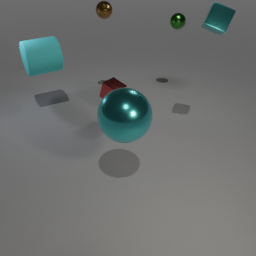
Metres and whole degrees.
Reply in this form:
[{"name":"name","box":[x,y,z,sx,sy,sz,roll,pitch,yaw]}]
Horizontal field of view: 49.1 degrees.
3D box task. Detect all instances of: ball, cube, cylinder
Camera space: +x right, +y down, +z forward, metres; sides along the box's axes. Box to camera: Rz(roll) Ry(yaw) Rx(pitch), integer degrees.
[{"name":"ball","box":[-0.078,-0.319,7.107,1.400,1.400,1.400,0,31,0]},{"name":"cube","box":[2.821,-3.414,8.791,0.700,0.700,0.700,24,13,1]},{"name":"ball","box":[-1.001,-4.949,11.743,0.700,0.700,0.700,0,31,0]},{"name":"cylinder","box":[-3.563,-2.958,11.547,1.400,1.400,1.400,-18,36,-24]},{"name":"ball","box":[2.238,-4.786,12.557,0.700,0.700,0.700,0,31,0]},{"name":"cube","box":[-0.589,-1.449,10.990,0.700,0.700,0.700,35,41,18]}]
